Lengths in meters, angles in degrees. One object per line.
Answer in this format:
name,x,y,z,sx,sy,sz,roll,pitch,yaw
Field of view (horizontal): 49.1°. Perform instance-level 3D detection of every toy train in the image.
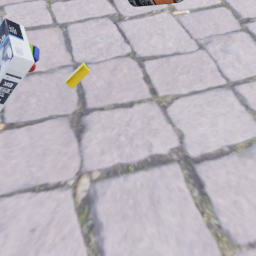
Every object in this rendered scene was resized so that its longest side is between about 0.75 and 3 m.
toy train,-2.816,-1.391,5.932,1.717,0.994,0.727,-28,47,17

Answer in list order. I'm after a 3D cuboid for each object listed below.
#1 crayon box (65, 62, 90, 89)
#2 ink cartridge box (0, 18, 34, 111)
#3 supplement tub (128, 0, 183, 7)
crayon box,-1.335,-1.395,7.468,0.681,0.272,1.072,-42,17,7
ink cartridge box,-2.468,-0.857,5.128,0.406,2.072,1.030,11,43,-47
supplement tub,1.014,-4.480,8.643,2.050,1.256,1.256,6,51,25
